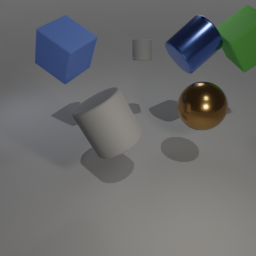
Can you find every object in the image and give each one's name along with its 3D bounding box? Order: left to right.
[{"bbox_3d":[-2.106,-2.630,9.424,1.400,1.400,1.400,36,50,8],"label":"cube"},{"bbox_3d":[-0.532,-0.143,7.458,1.400,1.400,1.400,-25,21,10],"label":"cylinder"},{"bbox_3d":[0.510,-2.769,9.931,0.700,0.700,0.700,-1,15,0],"label":"cylinder"},{"bbox_3d":[2.229,-2.826,9.559,1.400,1.400,1.400,-41,38,3],"label":"cylinder"},{"bbox_3d":[2.120,-0.625,8.015,1.400,1.400,1.400,0,32,0],"label":"ball"},{"bbox_3d":[4.093,-3.100,9.735,1.400,1.400,1.400,-35,36,15],"label":"cube"}]
